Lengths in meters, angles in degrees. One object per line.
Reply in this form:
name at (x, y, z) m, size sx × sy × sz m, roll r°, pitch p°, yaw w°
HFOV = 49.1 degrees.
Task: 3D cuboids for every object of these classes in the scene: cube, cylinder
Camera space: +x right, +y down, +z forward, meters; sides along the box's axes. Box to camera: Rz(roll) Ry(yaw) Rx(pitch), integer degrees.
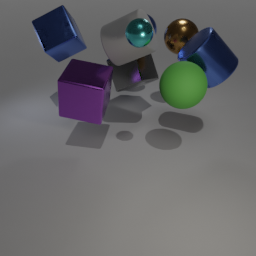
cube at (0.209, -2.443, 11.722) m, size 1.400 × 1.400 × 1.400 m, roll -16°, pitch 3°, yaw 36°
cylinder at (2.575, -2.255, 9.078) m, size 1.400 × 1.400 × 1.400 m, roll 41°, pitch 21°, yaw -19°
cube at (-2.708, -3.718, 11.238) m, size 1.400 × 1.400 × 1.400 m, roll -25°, pitch -6°, yaw 6°
cylinder at (0.046, -2.924, 9.141) m, size 1.400 × 1.400 × 1.400 m, roll -15°, pitch 22°, yaw 26°
cube at (-1.344, -1.173, 8.987) m, size 1.400 × 1.400 × 1.400 m, roll 12°, pitch 41°, yaw 2°

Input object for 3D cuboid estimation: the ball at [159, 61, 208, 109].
ball at (1.627, -1.263, 8.290) m, size 1.400 × 1.400 × 1.400 m, roll 0°, pitch 29°, yaw 0°

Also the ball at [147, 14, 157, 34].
ball at (0.588, -4.403, 12.553) m, size 1.400 × 1.400 × 1.400 m, roll 0°, pitch 29°, yaw 0°

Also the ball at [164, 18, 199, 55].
ball at (2.154, -3.674, 11.300) m, size 1.400 × 1.400 × 1.400 m, roll 0°, pitch 29°, yaw 0°

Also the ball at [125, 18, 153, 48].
ball at (0.283, -2.363, 6.976) m, size 0.700 × 0.700 × 0.700 m, roll 0°, pitch 29°, yaw 0°
